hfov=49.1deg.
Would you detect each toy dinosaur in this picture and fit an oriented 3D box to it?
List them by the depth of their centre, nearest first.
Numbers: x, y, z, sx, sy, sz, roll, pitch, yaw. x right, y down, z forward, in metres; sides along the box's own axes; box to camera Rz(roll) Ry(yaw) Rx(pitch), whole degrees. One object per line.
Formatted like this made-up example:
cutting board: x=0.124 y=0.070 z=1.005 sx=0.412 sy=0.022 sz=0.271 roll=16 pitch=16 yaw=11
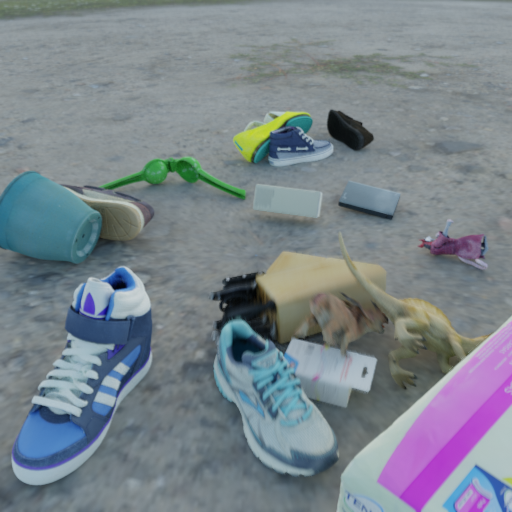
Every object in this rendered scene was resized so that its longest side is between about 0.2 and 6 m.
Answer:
toy dinosaur: x=1.115 y=0.834 z=7.803 sx=0.662 sy=1.543 sz=1.046 roll=-2 pitch=56 yaw=45
toy dinosaur: x=2.245 y=1.009 z=7.978 sx=3.121 sy=0.908 sz=1.578 roll=29 pitch=36 yaw=1

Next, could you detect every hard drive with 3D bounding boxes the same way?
hard drive: x=2.453 y=-1.214 z=12.132 sx=1.183 sy=0.195 sz=0.826 roll=16 pitch=45 yaw=15

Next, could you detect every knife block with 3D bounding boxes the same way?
knife block: x=0.569 y=0.801 z=8.461 sx=2.407 sy=0.770 sz=2.113 roll=9 pitch=32 yaw=22

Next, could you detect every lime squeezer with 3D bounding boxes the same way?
lime squeezer: x=-2.027 y=-1.738 z=12.997 sx=3.560 sy=0.672 sz=1.257 roll=0 pitch=63 yaw=-1

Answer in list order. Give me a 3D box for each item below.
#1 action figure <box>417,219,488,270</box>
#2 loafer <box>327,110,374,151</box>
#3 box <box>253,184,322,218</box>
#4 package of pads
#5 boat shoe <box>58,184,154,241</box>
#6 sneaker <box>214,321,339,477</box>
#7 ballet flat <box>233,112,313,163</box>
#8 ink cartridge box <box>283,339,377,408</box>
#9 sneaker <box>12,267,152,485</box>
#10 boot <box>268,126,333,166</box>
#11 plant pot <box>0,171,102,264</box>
action figure: x=3.642 y=-0.141 z=10.433 sx=1.235 sy=0.827 sz=0.920 roll=-1 pitch=72 yaw=19
loafer: x=2.614 y=-3.505 z=15.656 sx=0.683 sy=0.699 sz=1.915 roll=-10 pitch=43 yaw=-23
box: x=0.655 y=-1.139 z=11.612 sx=1.362 sy=0.560 sz=0.466 roll=10 pitch=7 yaw=10
package of pads: x=3.268 y=2.289 z=5.565 sx=4.087 sy=1.394 sz=3.157 roll=-27 pitch=41 yaw=-36
boat shoe: x=-3.303 y=-0.923 z=11.241 sx=2.739 sy=0.985 sz=0.887 roll=10 pitch=20 yaw=22
sneaker: x=0.130 y=1.675 z=6.915 sx=0.911 sy=1.013 sz=2.346 roll=-20 pitch=37 yaw=-28
ballet flat: x=0.435 y=-3.374 z=14.987 sx=0.965 sy=0.962 sz=2.880 roll=37 pitch=47 yaw=16
ink cartridge box: x=0.963 y=1.604 z=7.594 sx=1.211 sy=0.411 sz=0.697 roll=11 pitch=33 yaw=16
sneaker: x=-2.158 y=1.211 z=6.850 sx=1.027 sy=1.866 sz=2.548 roll=12 pitch=34 yaw=19
boot: x=1.198 y=-2.921 z=14.436 sx=1.922 sy=0.868 sz=0.699 roll=-18 pitch=36 yaw=-27
plant pot: x=-3.702 y=-0.578 z=10.242 sx=1.447 sy=1.540 sz=1.540 roll=22 pitch=35 yaw=5
